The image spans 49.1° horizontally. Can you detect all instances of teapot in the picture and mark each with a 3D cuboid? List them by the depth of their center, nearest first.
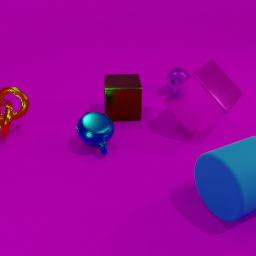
[{"bbox_3d":[-0.868,0.052,7.260,0.978,0.770,1.574,-15,54,-22],"label":"teapot"}]

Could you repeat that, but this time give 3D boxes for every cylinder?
[{"bbox_3d":[2.205,0.947,5.443,1.313,1.313,1.313,-15,37,-22],"label":"cylinder"}]

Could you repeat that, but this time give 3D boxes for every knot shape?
[{"bbox_3d":[-3.324,-0.530,7.626,1.315,0.650,1.406,-43,67,-2],"label":"knot shape"}]

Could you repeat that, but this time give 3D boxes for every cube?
[{"bbox_3d":[2.052,-0.816,7.668,1.305,1.305,1.305,50,48,3],"label":"cube"},{"bbox_3d":[-0.163,-0.936,8.497,1.080,1.080,1.080,-2,34,-3],"label":"cube"}]

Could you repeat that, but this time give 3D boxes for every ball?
[{"bbox_3d":[1.746,-1.663,9.757,0.876,0.876,0.876,0,34,0],"label":"ball"}]
